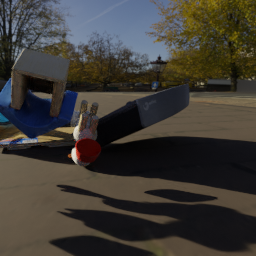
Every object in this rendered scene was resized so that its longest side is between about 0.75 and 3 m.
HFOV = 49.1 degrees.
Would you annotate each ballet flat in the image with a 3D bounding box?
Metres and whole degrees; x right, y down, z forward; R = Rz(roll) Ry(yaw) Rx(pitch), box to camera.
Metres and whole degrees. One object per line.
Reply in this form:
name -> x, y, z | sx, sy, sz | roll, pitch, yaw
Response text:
ballet flat -> -2.379, -0.200, 6.430 | 0.731, 0.671, 2.130 | 31, 26, 19

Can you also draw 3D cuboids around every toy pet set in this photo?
toy pet set -> -1.961, -0.147, 4.903 | 2.865, 1.521, 2.675 | 12, 38, -11

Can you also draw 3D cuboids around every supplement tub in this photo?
supplement tub -> -1.866, -0.286, 8.539 | 0.807, 0.567, 0.567 | 4, 9, 0

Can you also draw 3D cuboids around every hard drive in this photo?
hard drive -> 0.283, -0.289, 6.215 | 1.883, 0.591, 2.792 | -25, 0, 32

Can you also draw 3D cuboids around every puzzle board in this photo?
puzzle board -> -1.977, 0.233, 6.636 | 2.120, 0.184, 1.598 | -4, 11, -19
